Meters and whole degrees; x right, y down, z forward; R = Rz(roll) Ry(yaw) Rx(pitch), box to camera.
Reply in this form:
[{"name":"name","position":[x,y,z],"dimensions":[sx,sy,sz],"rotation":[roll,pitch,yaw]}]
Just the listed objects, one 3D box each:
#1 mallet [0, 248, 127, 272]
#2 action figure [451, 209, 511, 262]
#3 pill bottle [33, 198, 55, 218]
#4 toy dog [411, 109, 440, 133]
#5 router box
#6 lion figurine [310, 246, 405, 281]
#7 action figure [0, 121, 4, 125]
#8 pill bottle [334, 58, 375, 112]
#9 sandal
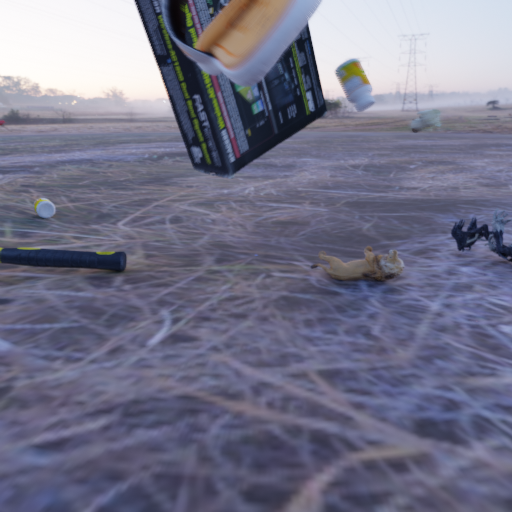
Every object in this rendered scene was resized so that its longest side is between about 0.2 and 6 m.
[{"name":"mallet","position":[-3.406,-0.044,7.380],"dimensions":[3.335,0.686,1.098],"rotation":[2,11,-11]},{"name":"action figure","position":[3.513,-0.284,7.768],"dimensions":[0.899,0.772,1.512],"rotation":[2,9,-37]},{"name":"pill bottle","position":[-4.170,-0.947,10.995],"dimensions":[0.339,0.339,0.620],"rotation":[-8,16,-28]},{"name":"toy dog","position":[2.210,-1.759,7.405],"dimensions":[0.348,0.250,0.358],"rotation":[5,-18,-26]},{"name":"router box","position":[-0.310,-3.260,8.854],"dimensions":[2.473,3.300,1.025],"rotation":[-38,36,-30]},{"name":"lion figurine","position":[1.256,0.150,7.012],"dimensions":[1.104,0.400,0.676],"rotation":[-13,22,4]},{"name":"action figure","position":[-4.730,-2.775,8.703],"dimensions":[0.504,1.951,0.638],"rotation":[-29,32,11]},{"name":"pill bottle","position":[1.836,-3.128,10.308],"dimensions":[0.487,0.876,0.487],"rotation":[-24,-7,-3]},{"name":"sandal","position":[-0.273,-2.446,5.261],"dimensions":[0.975,1.303,3.402],"rotation":[37,10,-22]}]
